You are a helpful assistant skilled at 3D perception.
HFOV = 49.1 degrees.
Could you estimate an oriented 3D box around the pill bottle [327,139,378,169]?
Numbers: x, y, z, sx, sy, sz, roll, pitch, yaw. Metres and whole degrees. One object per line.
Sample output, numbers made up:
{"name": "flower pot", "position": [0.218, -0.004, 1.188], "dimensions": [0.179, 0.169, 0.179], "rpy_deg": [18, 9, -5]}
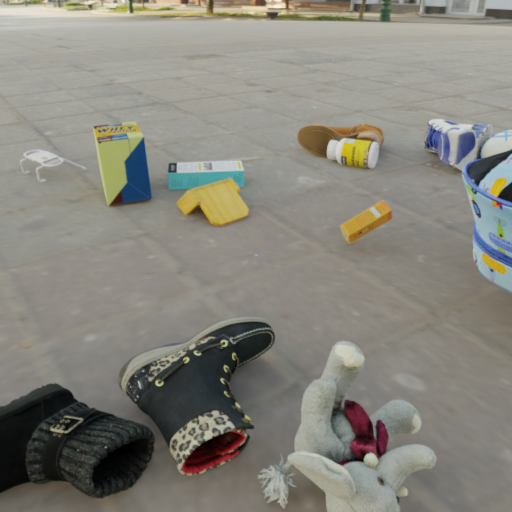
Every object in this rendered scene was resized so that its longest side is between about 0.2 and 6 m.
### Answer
{"name": "pill bottle", "position": [2.343, -2.511, 13.631], "dimensions": [1.151, 0.640, 0.640], "rpy_deg": [12, 31, 24]}

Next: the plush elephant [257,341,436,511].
{"name": "plush elephant", "position": [0.904, 1.815, 4.868], "dimensions": [1.691, 1.393, 1.309], "rpy_deg": [-41, 26, -11]}

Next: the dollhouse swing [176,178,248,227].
{"name": "dollhouse swing", "position": [-0.827, -0.940, 11.176], "dimensions": [1.040, 0.915, 0.945], "rpy_deg": [-22, -6, -34]}

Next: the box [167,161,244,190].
{"name": "box", "position": [-1.130, -1.809, 12.544], "dimensions": [1.679, 0.413, 0.691], "rpy_deg": [-3, 28, -6]}

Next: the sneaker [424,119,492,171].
{"name": "sneaker", "position": [4.771, -2.796, 13.933], "dimensions": [1.473, 1.030, 2.551], "rpy_deg": [16, 25, 33]}

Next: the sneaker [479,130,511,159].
{"name": "sneaker", "position": [6.613, -2.585, 13.541], "dimensions": [2.365, 0.850, 0.857], "rpy_deg": [-4, 22, -5]}

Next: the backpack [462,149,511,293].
{"name": "backpack", "position": [4.649, -0.268, 7.321], "dimensions": [3.881, 2.611, 3.543], "rpy_deg": [-17, 32, -30]}

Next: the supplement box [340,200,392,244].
{"name": "supplement box", "position": [1.911, -0.588, 9.721], "dimensions": [0.895, 0.298, 0.308], "rpy_deg": [-32, 57, -6]}

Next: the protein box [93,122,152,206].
{"name": "protein box", "position": [-2.815, -1.965, 11.775], "dimensions": [0.927, 1.364, 1.374], "rpy_deg": [-10, 28, -15]}

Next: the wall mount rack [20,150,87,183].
{"name": "wall mount rack", "position": [-4.779, -2.165, 13.177], "dimensions": [1.398, 0.521, 1.215], "rpy_deg": [25, 41, 38]}

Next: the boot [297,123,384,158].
{"name": "boot", "position": [2.270, -3.163, 14.680], "dimensions": [2.147, 0.823, 1.667], "rpy_deg": [4, 24, 17]}

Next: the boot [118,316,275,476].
{"name": "boot", "position": [-0.351, 1.477, 6.200], "dimensions": [1.960, 0.708, 1.481], "rpy_deg": [-16, 37, -29]}

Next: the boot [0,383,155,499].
{"name": "boot", "position": [-2.034, 1.959, 5.187], "dimensions": [1.425, 0.717, 1.906], "rpy_deg": [18, 33, 30]}
